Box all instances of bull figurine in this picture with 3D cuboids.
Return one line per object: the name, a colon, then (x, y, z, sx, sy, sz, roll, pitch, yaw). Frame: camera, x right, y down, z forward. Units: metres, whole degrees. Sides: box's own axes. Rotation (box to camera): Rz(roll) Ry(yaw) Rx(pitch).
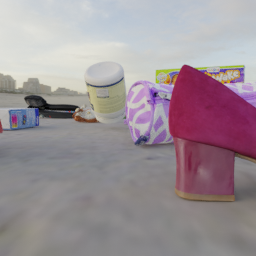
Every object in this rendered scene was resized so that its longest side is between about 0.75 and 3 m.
bull figurine: (-1.276, -0.514, 10.576, 1.594, 0.519, 0.968, -7, -20, -13)

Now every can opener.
can opener: (-3.692, -0.856, 13.558, 2.921, 0.926, 1.148, 11, -18, 17)

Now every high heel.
high heel: (1.417, 0.016, 2.281, 2.179, 1.047, 0.735, -1, 5, -10)

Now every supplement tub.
supplement tub: (-0.567, -0.959, 7.691, 1.060, 1.462, 1.060, -4, 40, 3)

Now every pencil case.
pencil case: (1.346, -0.371, 5.311, 2.880, 1.208, 1.231, -4, -32, -24)

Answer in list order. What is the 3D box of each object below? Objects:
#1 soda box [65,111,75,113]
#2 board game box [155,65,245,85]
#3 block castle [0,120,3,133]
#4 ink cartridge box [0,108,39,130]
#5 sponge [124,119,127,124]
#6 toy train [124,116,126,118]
soda box: (-2.915, -0.774, 14.833, 0.410, 0.388, 1.209, -3, 5, -35)
board game box: (2.291, -1.015, 9.161, 2.785, 1.873, 0.624, 2, 5, 26)
block castle: (-2.897, -0.071, 3.691, 1.464, 1.028, 2.191, -2, 2, 15)
ink cartridge box: (-3.394, -0.299, 8.317, 1.065, 0.596, 1.560, 1, 7, 16)
sponge: (0.298, -0.249, 10.119, 0.678, 0.181, 1.215, 1, 5, 11)
toy train: (-0.160, -0.725, 13.519, 2.833, 0.591, 0.799, -4, -4, -34)
